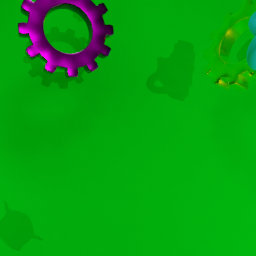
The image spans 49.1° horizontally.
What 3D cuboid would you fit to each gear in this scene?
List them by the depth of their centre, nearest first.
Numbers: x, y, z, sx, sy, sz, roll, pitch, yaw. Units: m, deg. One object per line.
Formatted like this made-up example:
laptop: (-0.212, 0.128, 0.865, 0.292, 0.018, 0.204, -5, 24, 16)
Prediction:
gear: (2.403, -1.722, 5.765, 0.355, 1.921, 1.921, 20, 68, -29)
gear: (-1.332, -2.134, 6.160, 2.008, 0.371, 2.008, -2, 95, -22)

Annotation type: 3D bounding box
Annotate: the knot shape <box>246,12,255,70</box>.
knot shape: (2.415, -1.615, 4.232, 0.658, 1.332, 1.423, 32, 72, -8)
